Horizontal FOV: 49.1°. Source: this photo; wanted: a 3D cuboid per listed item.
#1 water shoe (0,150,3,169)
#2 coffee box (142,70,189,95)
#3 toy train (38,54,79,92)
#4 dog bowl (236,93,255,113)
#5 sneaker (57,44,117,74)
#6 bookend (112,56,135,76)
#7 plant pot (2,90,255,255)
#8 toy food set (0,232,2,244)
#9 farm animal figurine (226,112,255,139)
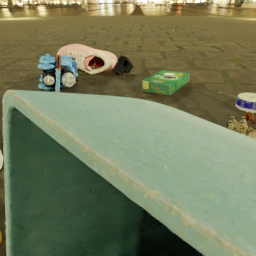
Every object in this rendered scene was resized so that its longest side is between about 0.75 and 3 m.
[{"bbox_3d":[-3.336,0.040,5.730,1.002,1.106,2.804,-16,30,-30],"label":"water shoe"},{"bbox_3d":[1.374,-1.671,10.097,1.120,0.400,1.821,13,28,27],"label":"coffee box"},{"bbox_3d":[-2.526,-2.049,10.232,1.371,1.040,2.400,0,25,-14],"label":"toy train"},{"bbox_3d":[3.661,-0.760,8.292,0.842,0.332,0.842,0,25,0],"label":"dog bowl"},{"bbox_3d":[-1.959,-2.966,12.016,2.773,1.044,1.449,9,22,10],"label":"sneaker"},{"bbox_3d":[-0.188,-2.460,11.681,0.356,0.768,0.773,21,77,36],"label":"bookend"},{"bbox_3d":[0.522,0.998,2.515,2.421,2.371,2.377,-11,26,-40],"label":"plant pot"},{"bbox_3d":[-2.475,1.465,2.779,1.172,1.105,2.456,10,27,20],"label":"toy food set"},{"bbox_3d":[2.787,0.069,6.524,0.740,0.461,0.916,-18,28,7],"label":"farm animal figurine"}]
